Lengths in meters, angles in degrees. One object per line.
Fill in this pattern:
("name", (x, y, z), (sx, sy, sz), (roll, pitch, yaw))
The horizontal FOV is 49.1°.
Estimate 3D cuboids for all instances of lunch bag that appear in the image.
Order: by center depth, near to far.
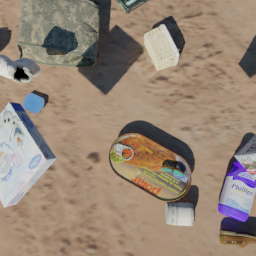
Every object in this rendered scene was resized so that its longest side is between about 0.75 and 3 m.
("lunch bag", (-2.331, -3.387, 9.835), (2.722, 1.600, 2.232), (5, 77, -17))

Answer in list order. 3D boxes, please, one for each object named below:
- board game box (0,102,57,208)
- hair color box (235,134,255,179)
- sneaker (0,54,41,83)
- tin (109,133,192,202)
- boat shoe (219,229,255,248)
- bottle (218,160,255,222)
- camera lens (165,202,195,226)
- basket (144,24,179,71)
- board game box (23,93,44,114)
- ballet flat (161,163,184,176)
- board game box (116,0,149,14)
("board game box", (-2.485, 0.571, 6.029), (1.602, 0.348, 1.595), (-45, 69, 19))
("hair color box", (3.534, 0.027, 5.900), (2.399, 1.188, 0.727), (-40, 88, -13))
("sneaker", (-2.819, -1.469, 7.533), (0.829, 1.667, 0.650), (32, 108, 11))
("tin", (0.705, 1.316, 9.349), (2.878, 0.603, 1.612), (30, 75, 6))
("boat shoe", (3.588, 3.553, 8.899), (1.347, 0.485, 0.458), (6, 81, 11))
("bottle", (3.679, 1.801, 9.123), (0.954, 0.746, 2.285), (21, 78, 3))
("camera lens", (1.659, 2.736, 8.931), (0.880, 0.704, 0.704), (3, 77, 1))
("basket", (1.184, -2.873, 10.147), (0.827, 0.908, 1.340), (-23, 78, -1))
("board game box", (-3.367, -0.865, 10.058), (0.803, 0.156, 0.634), (25, 83, 11))
("ballet flat", (1.466, 1.317, 9.062), (0.788, 0.267, 0.285), (15, 56, 7))
("board game box", (0.441, -5.657, 11.077), (2.204, 0.310, 1.491), (-35, 79, -8))
